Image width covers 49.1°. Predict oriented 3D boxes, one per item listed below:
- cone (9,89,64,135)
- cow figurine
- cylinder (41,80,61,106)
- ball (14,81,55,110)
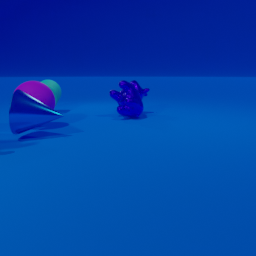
[{"bbox_3d":[-1.967,-0.311,6.299,1.036,1.032,1.032,5,11,-4],"label":"cone"},{"bbox_3d":[0.177,-0.957,9.460,1.659,0.925,1.686,21,37,-46],"label":"cow figurine"},{"bbox_3d":[-2.979,-1.208,10.249,0.943,0.943,0.943,-1,22,-4],"label":"cylinder"},{"bbox_3d":[-2.506,-0.701,7.473,1.099,1.099,1.099,0,11,0],"label":"ball"}]
